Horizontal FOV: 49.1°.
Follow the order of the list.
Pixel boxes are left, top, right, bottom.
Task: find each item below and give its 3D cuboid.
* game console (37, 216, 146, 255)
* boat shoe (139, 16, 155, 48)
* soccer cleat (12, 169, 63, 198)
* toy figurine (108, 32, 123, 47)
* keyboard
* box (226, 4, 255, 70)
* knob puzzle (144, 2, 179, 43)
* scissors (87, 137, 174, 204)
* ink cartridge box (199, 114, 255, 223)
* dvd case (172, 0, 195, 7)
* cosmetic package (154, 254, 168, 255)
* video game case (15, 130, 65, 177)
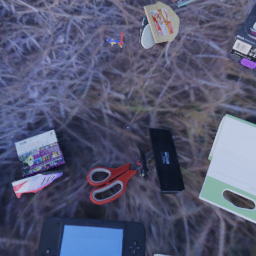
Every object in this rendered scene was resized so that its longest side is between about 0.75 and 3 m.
[{"bbox_3d":[-0.826,2.813,5.551,2.400,1.420,2.048,3,66,1],"label":"game console"},{"bbox_3d":[0.671,-3.106,8.754,0.488,0.611,1.617,2,56,43],"label":"boat shoe"},{"bbox_3d":[-2.160,1.323,6.841,1.219,0.416,0.446,-15,89,-11],"label":"soccer cleat"},{"bbox_3d":[-0.400,-2.657,8.361,0.479,0.799,0.422,4,110,-3],"label":"toy figurine"},{"bbox_3d":[0.733,0.761,6.917,1.131,0.183,1.779,6,55,-21],"label":"keyboard"},{"bbox_3d":[3.819,-2.739,8.373,1.002,0.869,1.639,29,68,12],"label":"box"},{"bbox_3d":[1.115,-3.291,8.751,1.399,0.194,1.399,4,82,-33],"label":"knob puzzle"},{"bbox_3d":[0.208,1.045,7.048,2.621,0.183,0.959,-21,58,-13],"label":"scissors"},{"bbox_3d":[2.840,1.007,6.829,1.748,0.576,2.402,22,68,10],"label":"ink cartridge box"},{"bbox_3d":[1.774,-4.707,9.683,0.831,0.125,1.138,-27,69,-12],"label":"dvd case"},{"bbox_3d":[0.745,3.482,5.527,0.646,0.915,1.767,8,67,3],"label":"cosmetic package"},{"bbox_3d":[-2.268,0.644,7.209,1.055,0.189,0.956,-21,67,-9],"label":"video game case"}]
